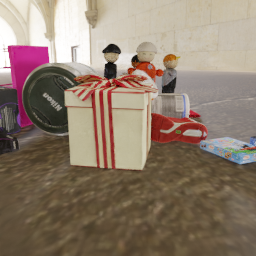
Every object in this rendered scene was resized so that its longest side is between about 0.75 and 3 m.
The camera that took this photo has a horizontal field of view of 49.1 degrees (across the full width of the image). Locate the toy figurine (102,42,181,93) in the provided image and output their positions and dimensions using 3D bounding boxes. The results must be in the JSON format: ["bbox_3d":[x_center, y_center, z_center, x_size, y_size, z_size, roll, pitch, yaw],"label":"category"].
[{"bbox_3d":[0.536,-2.443,11.828,2.888,2.009,2.843,8,8,40],"label":"toy figurine"}]

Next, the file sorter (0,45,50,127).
[{"bbox_3d":[-4.218,-1.663,10.782,1.764,2.813,1.955,3,15,23],"label":"file sorter"}]

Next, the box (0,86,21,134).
[{"bbox_3d":[-4.773,-0.447,8.647,1.276,1.471,2.406,14,20,43],"label":"box"}]

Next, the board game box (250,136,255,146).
[{"bbox_3d":[4.459,0.580,6.881,1.550,0.396,2.288,-8,17,-26],"label":"board game box"}]

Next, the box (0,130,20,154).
[{"bbox_3d":[-4.163,0.481,7.324,1.489,0.376,2.083,14,19,43],"label":"box"}]

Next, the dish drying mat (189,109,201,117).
[{"bbox_3d":[2.559,-0.690,12.223,0.632,0.150,1.645,-2,14,-10],"label":"dish drying mat"}]

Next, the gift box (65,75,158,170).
[{"bbox_3d":[-0.303,-0.239,6.743,2.031,2.055,2.201,1,14,5],"label":"gift box"}]

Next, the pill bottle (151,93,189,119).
[{"bbox_3d":[1.139,-0.704,10.290,2.020,1.149,1.149,0,15,0],"label":"pill bottle"}]

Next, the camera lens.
[{"bbox_3d":[-2.041,-1.101,9.599,2.261,2.261,2.827,2,14,7],"label":"camera lens"}]

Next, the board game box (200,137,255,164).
[{"bbox_3d":[2.724,0.550,7.233,1.031,0.249,1.363,-6,14,-27],"label":"board game box"}]

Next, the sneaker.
[{"bbox_3d":[1.291,-0.003,8.717,2.167,0.849,1.252,14,8,6],"label":"sneaker"}]

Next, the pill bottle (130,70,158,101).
[{"bbox_3d":[-0.037,-0.895,9.123,1.920,1.077,1.077,-39,-6,30],"label":"pill bottle"}]
